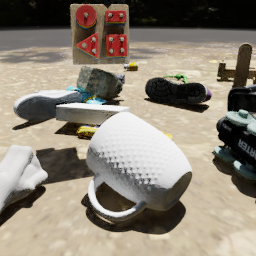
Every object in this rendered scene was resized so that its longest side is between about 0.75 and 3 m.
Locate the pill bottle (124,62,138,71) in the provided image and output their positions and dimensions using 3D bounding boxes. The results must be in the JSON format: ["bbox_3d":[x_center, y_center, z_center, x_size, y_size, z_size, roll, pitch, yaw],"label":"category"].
[{"bbox_3d":[0.158,-3.347,15.254,0.756,0.426,0.426,-3,24,-7],"label":"pill bottle"}]

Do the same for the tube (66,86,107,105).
[{"bbox_3d":[-1.570,-1.092,10.149,1.755,0.442,0.679,24,42,35],"label":"tube"}]

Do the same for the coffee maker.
[{"bbox_3d":[3.919,-0.731,8.524,1.902,1.281,1.827,-13,-6,-30],"label":"coffee maker"}]

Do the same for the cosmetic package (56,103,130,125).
[{"bbox_3d":[-0.953,-0.417,8.075,1.798,0.464,1.355,5,11,13],"label":"cosmetic package"}]

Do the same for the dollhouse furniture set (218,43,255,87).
[{"bbox_3d":[5.513,-3.225,12.844,2.461,2.108,2.588,6,24,14],"label":"dollhouse furniture set"}]

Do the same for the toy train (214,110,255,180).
[{"bbox_3d":[2.977,0.494,5.550,1.664,1.244,2.920,3,22,-16],"label":"toy train"}]

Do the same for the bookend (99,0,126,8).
[{"bbox_3d":[-0.673,-3.210,5.816,0.720,1.562,1.552,-51,19,-5],"label":"bookend"}]

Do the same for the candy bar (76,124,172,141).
[{"bbox_3d":[-0.108,0.151,7.357,2.549,0.282,0.636,5,20,13],"label":"candy bar"}]

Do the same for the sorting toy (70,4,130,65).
[{"bbox_3d":[-0.955,-3.289,9.753,2.046,2.058,0.716,-2,7,-6],"label":"sorting toy"}]

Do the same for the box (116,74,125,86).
[{"bbox_3d":[-0.458,-2.132,12.486,0.558,0.393,0.754,4,24,10],"label":"box"}]

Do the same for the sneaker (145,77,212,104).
[{"bbox_3d":[1.800,-1.243,10.186,2.439,0.924,1.068,15,7,33],"label":"sneaker"}]

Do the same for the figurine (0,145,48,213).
[{"bbox_3d":[-2.659,1.130,4.619,2.038,0.877,1.989,4,32,9],"label":"figurine"}]

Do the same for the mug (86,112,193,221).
[{"bbox_3d":[0.106,0.788,4.834,1.562,1.315,1.782,34,65,31],"label":"mug"}]

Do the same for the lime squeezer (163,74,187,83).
[{"bbox_3d":[2.397,-2.303,13.151,0.593,0.317,1.680,-42,39,-13],"label":"lime squeezer"}]

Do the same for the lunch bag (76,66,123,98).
[{"bbox_3d":[-1.081,-1.724,10.827,1.482,1.033,1.243,20,5,36],"label":"lunch bag"}]

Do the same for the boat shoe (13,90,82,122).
[{"bbox_3d":[-2.685,-0.858,8.940,1.022,0.886,2.398,18,27,35],"label":"boat shoe"}]
